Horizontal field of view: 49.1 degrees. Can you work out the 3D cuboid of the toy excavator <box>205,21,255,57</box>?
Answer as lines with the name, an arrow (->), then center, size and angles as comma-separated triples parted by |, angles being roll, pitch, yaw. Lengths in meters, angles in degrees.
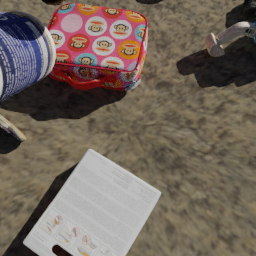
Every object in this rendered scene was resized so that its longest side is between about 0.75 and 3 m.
toy excavator -> 3.919, -2.980, 8.280 | 2.562, 2.491, 1.280 | 3, 63, -30

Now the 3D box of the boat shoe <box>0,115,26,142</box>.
boat shoe -> -3.201, 0.069, 7.521 | 1.119, 0.403, 0.363 | 38, 79, 16

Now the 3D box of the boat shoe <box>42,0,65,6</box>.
boat shoe -> -1.191, -2.656, 5.051 | 0.713, 1.987, 0.752 | -48, 110, -11

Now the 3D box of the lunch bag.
lunch bag -> -0.957, -2.216, 8.084 | 2.937, 1.203, 2.587 | 10, 66, 5

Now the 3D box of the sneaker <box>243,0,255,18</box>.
sneaker -> 4.728, -4.177, 9.270 | 1.771, 0.677, 1.014 | 4, 72, 8

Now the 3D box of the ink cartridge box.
ink cartridge box -> -0.764, 2.068, 6.540 | 2.101, 0.737, 2.585 | 30, 77, 13

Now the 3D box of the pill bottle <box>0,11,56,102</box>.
pill bottle -> -2.537, -1.149, 4.879 | 1.474, 1.474, 2.654 | 18, 31, 8
